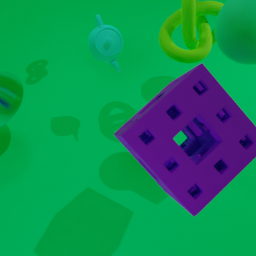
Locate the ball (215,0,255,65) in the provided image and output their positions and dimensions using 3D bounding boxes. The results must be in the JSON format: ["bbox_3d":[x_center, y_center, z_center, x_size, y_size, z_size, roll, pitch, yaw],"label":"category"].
[{"bbox_3d":[1.764,-1.425,3.944,1.041,1.041,1.041,0,54,0],"label":"ball"}]

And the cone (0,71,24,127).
[{"bbox_3d":[-3.195,-0.905,5.642,1.503,1.509,1.503,-5,66,12],"label":"cone"}]

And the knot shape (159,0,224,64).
[{"bbox_3d":[1.265,-1.967,5.541,0.751,1.625,1.520,16,71,53],"label":"knot shape"}]

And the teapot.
[{"bbox_3d":[-0.407,-1.669,5.625,0.738,1.187,0.581,-23,14,-10],"label":"teapot"}]

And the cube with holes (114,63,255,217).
[{"bbox_3d":[0.678,0.128,3.558,1.171,1.171,1.171,-42,94,-5],"label":"cube with holes"}]
